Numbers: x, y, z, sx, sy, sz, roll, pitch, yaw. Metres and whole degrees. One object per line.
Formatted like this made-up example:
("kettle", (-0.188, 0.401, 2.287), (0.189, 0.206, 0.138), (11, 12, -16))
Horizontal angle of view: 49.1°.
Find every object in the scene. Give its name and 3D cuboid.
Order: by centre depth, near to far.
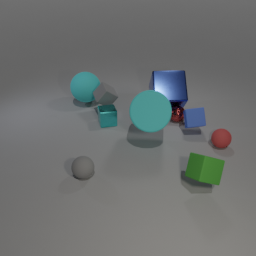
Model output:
("cube", (2.130, 1.127, 7.800), (0.700, 0.700, 0.700), (15, -2, -23))
("ball", (-1.383, 1.206, 8.594), (0.700, 0.700, 0.700), (0, 29, 0))
("cylinder", (0.776, -0.575, 9.880), (1.400, 1.400, 1.400), (2, 2, 3))
("ball", (3.347, 0.368, 10.045), (0.700, 0.700, 0.700), (0, 29, 0))
("cube", (2.565, -0.383, 10.827), (0.700, 0.700, 0.700), (-7, -3, 4))
("cube", (-0.852, -0.501, 11.599), (0.700, 0.700, 0.700), (-7, 30, -12))
("ball", (2.072, -0.602, 11.772), (0.700, 0.700, 0.700), (0, 29, 0))
("cube", (-0.971, -1.426, 12.071), (0.700, 0.700, 0.700), (24, 29, -41))
("cube", (1.712, -1.561, 12.200), (1.400, 1.400, 1.400), (-2, 74, -3))
("ball", (-1.962, -1.892, 12.984), (1.400, 1.400, 1.400), (0, 29, 0))
